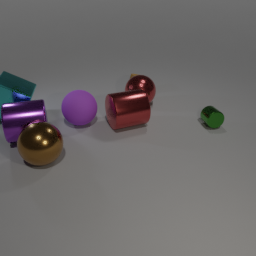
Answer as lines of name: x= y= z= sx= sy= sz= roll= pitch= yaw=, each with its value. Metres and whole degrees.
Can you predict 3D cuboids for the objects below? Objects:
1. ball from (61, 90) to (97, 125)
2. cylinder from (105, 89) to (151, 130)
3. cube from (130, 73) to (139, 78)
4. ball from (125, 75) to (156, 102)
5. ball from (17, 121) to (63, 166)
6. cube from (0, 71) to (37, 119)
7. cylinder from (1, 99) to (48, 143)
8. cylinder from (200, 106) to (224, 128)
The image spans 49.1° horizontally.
ball: x=-1.907 y=-0.801 z=11.029 sx=1.400 sy=1.400 sz=1.400 roll=0 pitch=30 yaw=0
cylinder: x=-0.029 y=-0.737 z=10.932 sx=1.400 sy=1.400 sz=1.400 roll=-12 pitch=32 yaw=-19
cube: x=0.506 y=-2.246 z=14.022 sx=0.700 sy=0.700 sz=0.700 roll=0 pitch=31 yaw=-36
ball: x=0.552 y=-1.676 z=12.565 sx=1.400 sy=1.400 sz=1.400 roll=0 pitch=30 yaw=0
ball: x=-2.757 y=0.492 z=8.851 sx=1.400 sy=1.400 sz=1.400 roll=0 pitch=30 yaw=0
cube: x=-4.687 y=-1.208 z=11.291 sx=1.400 sy=1.400 sz=1.400 roll=22 pitch=24 yaw=-20
cylinder: x=-3.596 y=-0.251 z=9.913 sx=1.400 sy=1.400 sz=1.400 roll=-8 pitch=31 yaw=-14
cylinder: x=3.310 y=-0.440 z=11.018 sx=0.700 sy=0.700 sz=0.700 roll=-5 pitch=25 yaw=-9
